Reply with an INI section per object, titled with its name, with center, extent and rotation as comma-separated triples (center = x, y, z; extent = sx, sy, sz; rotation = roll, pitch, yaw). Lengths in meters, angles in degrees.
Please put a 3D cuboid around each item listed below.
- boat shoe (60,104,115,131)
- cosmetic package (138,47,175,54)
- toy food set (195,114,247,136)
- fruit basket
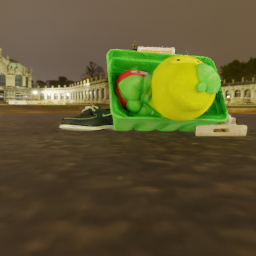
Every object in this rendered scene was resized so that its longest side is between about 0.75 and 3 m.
[boat shoe]
center = -0.786, -0.256, 6.766
extent = 0.791, 0.631, 2.093
rotation = 4, 3, 30
[cosmetic package]
center = 1.036, -1.628, 10.998
extent = 1.455, 2.868, 1.022
rotation = 1, -2, 0
[toy food set]
center = 2.100, -0.093, 6.571
extent = 1.033, 0.435, 1.440
rotation = -1, 7, 12
[fruit basket]
center = 0.855, -0.842, 5.574
extent = 2.662, 1.920, 2.662
rotation = -5, -26, -2
